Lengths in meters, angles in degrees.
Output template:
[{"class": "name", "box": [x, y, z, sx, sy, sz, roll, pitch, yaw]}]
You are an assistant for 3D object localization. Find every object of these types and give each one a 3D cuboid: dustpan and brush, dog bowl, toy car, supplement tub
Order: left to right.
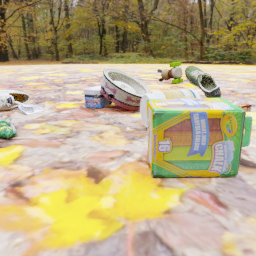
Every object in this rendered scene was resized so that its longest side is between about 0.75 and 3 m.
[{"class": "dustpan and brush", "box": [-4.837, -0.992, 13.145, 1.483, 0.424, 1.035, 9, 19, 29]}, {"class": "dog bowl", "box": [-0.187, -1.855, 13.642, 2.583, 0.952, 2.583, 24, 27, -13]}, {"class": "toy car", "box": [3.385, -4.477, 23.330, 2.021, 1.660, 1.594, -3, 11, 39]}, {"class": "supplement tub", "box": [1.572, -0.699, 10.364, 1.969, 1.424, 1.424, -5, 17, -17]}]

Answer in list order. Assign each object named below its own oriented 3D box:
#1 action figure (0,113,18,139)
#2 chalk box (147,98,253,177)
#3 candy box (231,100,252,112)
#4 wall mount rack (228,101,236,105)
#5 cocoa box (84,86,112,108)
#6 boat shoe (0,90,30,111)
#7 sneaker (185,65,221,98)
[{"class": "action figure", "box": [-4.434, -0.060, 9.820, 1.259, 0.583, 2.131, -9, 22, -37]}, {"class": "chalk box", "box": [1.839, 0.170, 6.997, 2.643, 1.644, 1.636, -2, 16, 0]}, {"class": "candy box", "box": [5.223, -1.056, 13.526, 0.713, 0.345, 1.222, -10, 17, -27]}, {"class": "wall mount rack", "box": [3.702, -0.861, 12.372, 1.860, 0.693, 1.616, -3, 20, -10]}, {"class": "cocoa box", "box": [-1.484, -1.603, 14.351, 0.937, 0.922, 1.405, 7, 18, 22]}, {"class": "boat shoe", "box": [-5.918, -1.313, 13.328, 1.038, 1.054, 2.972, 4, 10, 24]}, {"class": "sneaker", "box": [3.155, -2.066, 11.777, 0.770, 1.031, 2.297, -31, 59, 0]}]
